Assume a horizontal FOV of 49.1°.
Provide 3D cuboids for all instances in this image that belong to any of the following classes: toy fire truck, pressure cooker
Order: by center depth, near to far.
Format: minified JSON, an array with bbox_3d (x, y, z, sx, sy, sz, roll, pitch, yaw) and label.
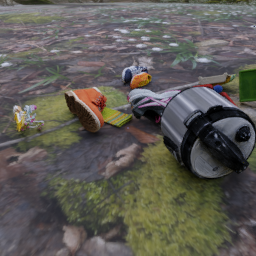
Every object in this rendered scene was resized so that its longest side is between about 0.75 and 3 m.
[{"bbox_3d":[2.409,0.181,8.397,2.352,2.389,2.674,-6,30,-16],"label":"pressure cooker"},{"bbox_3d":[3.089,-0.860,10.560,1.601,1.907,1.069,-35,9,39],"label":"toy fire truck"}]

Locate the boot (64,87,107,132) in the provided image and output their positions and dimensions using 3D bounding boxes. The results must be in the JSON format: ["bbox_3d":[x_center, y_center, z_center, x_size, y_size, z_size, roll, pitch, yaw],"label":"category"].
[{"bbox_3d":[-1.412,-0.906,11.396,1.569,1.098,2.926,-17,37,-23],"label":"boot"}]

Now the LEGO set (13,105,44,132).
[{"bbox_3d":[-3.867,-0.367,10.930,0.821,1.014,2.205,0,3,-32],"label":"LEGO set"}]

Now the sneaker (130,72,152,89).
[{"bbox_3d":[0.688,-2.485,14.648,0.685,0.648,1.776,25,41,22],"label":"sneaker"}]

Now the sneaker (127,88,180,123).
[{"bbox_3d":[1.386,-0.742,11.493,2.904,1.167,1.254,0,62,-16],"label":"sneaker"}]

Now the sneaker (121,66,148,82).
[{"bbox_3d":[0.438,-2.956,15.359,1.076,0.695,1.983,11,29,21],"label":"sneaker"}]

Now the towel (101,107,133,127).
[{"bbox_3d":[-0.983,-0.608,11.879,2.273,0.205,0.978,20,35,31],"label":"towel"}]

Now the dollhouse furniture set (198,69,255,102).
[{"bbox_3d":[5.075,-1.950,13.746,2.864,1.437,1.876,-3,5,34],"label":"dollhouse furniture set"}]
